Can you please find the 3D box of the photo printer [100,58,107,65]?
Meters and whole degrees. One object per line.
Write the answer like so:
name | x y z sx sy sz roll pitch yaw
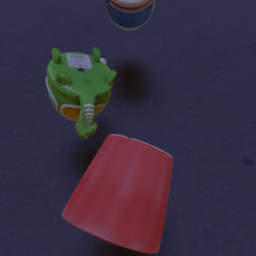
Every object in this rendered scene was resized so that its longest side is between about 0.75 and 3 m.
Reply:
photo printer | -0.932 -1.445 7.373 0.637 0.266 0.766 7 77 31

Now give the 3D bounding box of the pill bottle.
pill bottle | 0.054 -3.840 8.281 1.519 2.707 1.519 0 91 0

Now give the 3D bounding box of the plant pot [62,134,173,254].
plant pot | -0.040 0.965 4.466 1.616 1.616 1.430 17 77 15

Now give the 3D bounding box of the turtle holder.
turtle holder | -0.963 -0.764 6.110 1.895 1.345 1.439 43 47 22
